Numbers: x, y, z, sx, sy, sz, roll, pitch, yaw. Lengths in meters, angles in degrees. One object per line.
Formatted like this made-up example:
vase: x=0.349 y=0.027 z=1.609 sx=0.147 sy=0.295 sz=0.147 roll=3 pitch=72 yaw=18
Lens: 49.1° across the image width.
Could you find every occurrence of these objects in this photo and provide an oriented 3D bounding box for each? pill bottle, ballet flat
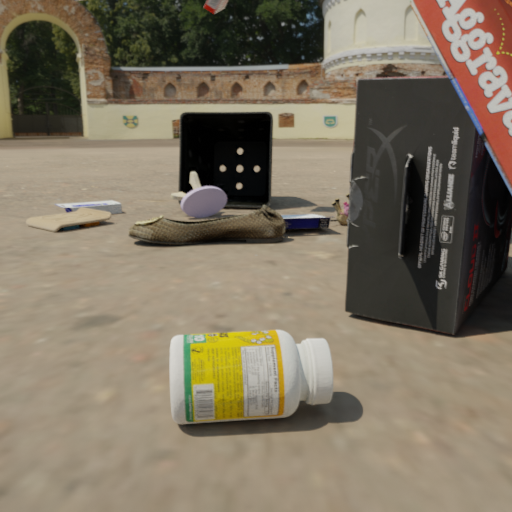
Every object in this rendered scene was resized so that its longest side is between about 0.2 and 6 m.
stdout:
pill bottle: x=-0.040 y=0.835 z=3.932 sx=1.090 sy=0.615 sz=0.615 roll=-2 pitch=14 yaw=-5
ballet flat: x=-0.838 y=-0.549 z=9.698 sx=2.712 sy=0.629 sz=0.914 roll=-1 pitch=13 yaw=-3

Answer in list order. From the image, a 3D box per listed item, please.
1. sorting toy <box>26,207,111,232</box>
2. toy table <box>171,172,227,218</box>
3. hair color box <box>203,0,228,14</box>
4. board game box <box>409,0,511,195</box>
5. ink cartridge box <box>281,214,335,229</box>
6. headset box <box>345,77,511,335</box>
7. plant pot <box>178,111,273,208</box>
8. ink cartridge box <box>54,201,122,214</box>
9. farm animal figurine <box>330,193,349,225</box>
sorting toy: x=-3.775 y=-0.705 z=11.321 sx=1.197 sy=0.236 sz=1.293 roll=11 pitch=22 yaw=39
toy table: x=-1.273 y=-1.274 z=12.327 sx=1.089 sy=1.001 sz=0.638 roll=-1 pitch=28 yaw=-39
hair color box: x=-0.764 y=-5.333 z=11.567 sx=0.277 sy=0.481 sz=0.867 roll=32 pitch=32 yaw=-6
board game box: x=3.546 y=-0.868 z=5.657 sx=0.554 sy=2.932 sz=5.696 roll=-33 pitch=-15 yaw=37
ink cartridge box: x=0.763 y=-0.643 z=10.716 sx=1.182 sy=0.240 sz=1.184 roll=-3 pitch=7 yaw=-13
headset box: x=2.123 y=-0.716 z=6.440 sx=1.240 sy=2.457 sz=3.306 roll=9 pitch=15 yaw=31
plant pot: x=-0.604 y=-2.339 z=14.244 sx=2.255 sy=2.260 sz=2.005 roll=2 pitch=4 yaw=8
ink cartridge box: x=-3.796 y=-1.062 z=12.666 sx=1.351 sy=0.265 sz=0.672 roll=-7 pitch=15 yaw=-31
farm animal figurine: x=2.469 y=-0.980 z=10.993 sx=1.599 sy=0.843 sz=1.617 roll=-36 pitch=21 yaw=-29
